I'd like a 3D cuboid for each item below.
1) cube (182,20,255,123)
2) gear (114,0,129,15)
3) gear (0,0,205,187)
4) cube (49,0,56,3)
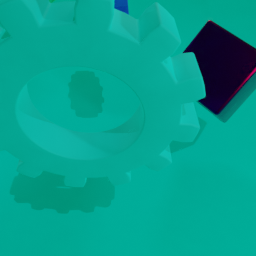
[{"bbox_3d":[1.618,-0.951,5.057,1.170,1.170,1.170,44,103,23],"label":"cube"},{"bbox_3d":[-0.236,-2.506,4.658,0.373,2.015,2.015,-6,44,2],"label":"gear"},{"bbox_3d":[-0.393,-0.193,2.482,2.026,2.026,0.375,-1,45,-1],"label":"gear"},{"bbox_3d":[-1.865,-3.979,6.266,1.398,1.398,1.398,-25,76,15],"label":"cube"}]
